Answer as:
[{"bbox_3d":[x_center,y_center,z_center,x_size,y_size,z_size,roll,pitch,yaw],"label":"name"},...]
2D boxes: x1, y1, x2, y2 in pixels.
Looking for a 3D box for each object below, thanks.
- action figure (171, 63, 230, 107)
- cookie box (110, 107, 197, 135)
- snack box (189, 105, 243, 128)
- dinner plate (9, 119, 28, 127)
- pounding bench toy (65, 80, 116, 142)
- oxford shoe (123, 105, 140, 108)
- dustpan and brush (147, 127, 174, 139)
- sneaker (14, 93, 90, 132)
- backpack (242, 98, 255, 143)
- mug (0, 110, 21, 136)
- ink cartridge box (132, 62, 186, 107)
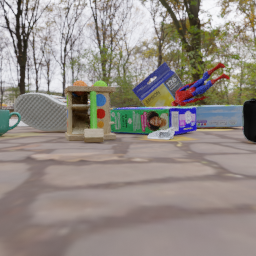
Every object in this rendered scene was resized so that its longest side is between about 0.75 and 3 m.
[{"bbox_3d":[1.663,-0.927,6.750,0.412,0.521,1.593,8,-30,-44],"label":"action figure"},{"bbox_3d":[0.731,-0.235,8.133,1.988,0.747,1.700,1,5,36],"label":"cookie box"},{"bbox_3d":[3.218,-0.465,11.388,2.186,0.877,2.592,-1,4,4],"label":"snack box"},{"bbox_3d":[-4.711,-0.253,13.302,2.705,0.328,2.705,2,3,0],"label":"dinner plate"},{"bbox_3d":[-0.791,-0.389,6.022,1.017,1.277,1.637,-1,3,-16],"label":"pounding bench toy"},{"bbox_3d":[-0.432,-0.580,14.591,2.703,0.982,1.141,-7,9,20],"label":"oxford shoe"},{"bbox_3d":[0.887,0.110,6.517,0.580,0.238,0.831,2,4,34],"label":"dustpan and brush"},{"bbox_3d":[-1.981,-0.425,8.657,2.890,1.133,1.147,11,9,10],"label":"sneaker"},{"bbox_3d":[2.542,-0.117,5.269,0.743,0.837,0.630,1,-1,32],"label":"backpack"},{"bbox_3d":[-3.276,-0.114,6.817,1.062,0.657,0.873,1,2,9],"label":"mug"},{"bbox_3d":[1.462,-1.466,11.887,1.872,1.894,0.445,-41,26,0],"label":"ink cartridge box"}]
